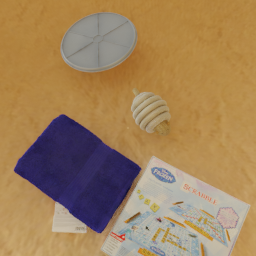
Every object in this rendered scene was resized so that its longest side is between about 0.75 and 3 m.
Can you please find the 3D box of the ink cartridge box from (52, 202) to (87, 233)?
[{"bbox_3d":[-1.317,2.050,6.457,0.767,0.172,0.676,2,70,0],"label":"ink cartridge box"}]

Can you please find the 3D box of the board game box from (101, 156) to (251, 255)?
[{"bbox_3d":[1.030,2.176,6.076,2.373,0.488,2.367,27,71,17],"label":"board game box"}]

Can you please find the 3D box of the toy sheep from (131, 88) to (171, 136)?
[{"bbox_3d":[0.545,-0.399,6.893,0.991,0.991,1.437,-36,74,-13],"label":"toy sheep"}]

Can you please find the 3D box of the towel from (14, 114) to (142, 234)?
[{"bbox_3d":[-1.102,0.984,6.428,2.408,0.597,1.778,36,65,-1],"label":"towel"}]

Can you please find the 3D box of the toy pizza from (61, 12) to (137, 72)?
[{"bbox_3d":[-0.794,-2.339,7.711,2.148,0.340,2.148,-4,62,8],"label":"toy pizza"}]
